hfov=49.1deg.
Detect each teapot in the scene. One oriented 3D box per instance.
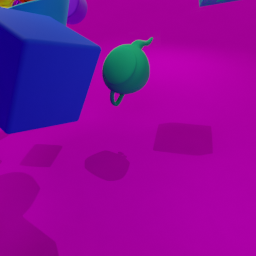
[{"bbox_3d":[0.043,-1.420,6.783,1.201,1.932,0.946,30,7,31],"label":"teapot"}]

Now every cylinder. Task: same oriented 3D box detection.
[{"bbox_3d":[-1.479,-3.009,6.815,0.815,0.815,0.815,4,11,6],"label":"cylinder"}]

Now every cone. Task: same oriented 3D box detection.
[{"bbox_3d":[-1.707,-1.654,5.771,1.539,1.544,1.539,-14,18,5],"label":"cone"}]

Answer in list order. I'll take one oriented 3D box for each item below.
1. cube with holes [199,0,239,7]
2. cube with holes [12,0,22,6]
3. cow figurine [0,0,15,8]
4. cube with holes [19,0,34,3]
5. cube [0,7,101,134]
[{"bbox_3d":[2.535,-4.065,7.394,1.257,1.257,1.257,-5,14,11],"label":"cube with holes"},{"bbox_3d":[-3.208,-2.953,7.991,0.929,0.929,0.929,12,-3,28],"label":"cube with holes"},{"bbox_3d":[-2.898,-2.958,6.282,0.725,1.321,1.300,8,69,30],"label":"cow figurine"},{"bbox_3d":[-2.976,-4.176,9.166,1.374,1.374,1.374,11,-9,1],"label":"cube with holes"},{"bbox_3d":[-1.502,-0.917,4.333,1.366,1.366,1.366,36,29,26],"label":"cube"}]
